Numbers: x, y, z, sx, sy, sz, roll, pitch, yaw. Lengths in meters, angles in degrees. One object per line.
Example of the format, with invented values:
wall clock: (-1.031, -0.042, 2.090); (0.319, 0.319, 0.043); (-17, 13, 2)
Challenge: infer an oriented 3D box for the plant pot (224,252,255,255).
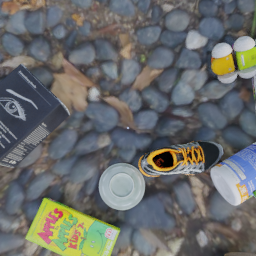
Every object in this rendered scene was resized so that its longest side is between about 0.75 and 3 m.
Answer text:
plant pot: (2.736, 3.796, 6.336); (1.922, 1.922, 1.676); (8, 59, 2)

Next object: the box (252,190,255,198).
box: (3.233, 1.304, 4.649); (1.467, 1.413, 0.895); (-38, 115, 6)

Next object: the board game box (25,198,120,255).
board game box: (-1.370, 2.695, 7.142); (2.105, 0.501, 1.069); (21, 77, 5)

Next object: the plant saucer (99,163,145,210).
plant saucer: (-0.166, 1.560, 7.538); (1.262, 0.317, 1.262); (0, 76, 0)

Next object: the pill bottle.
pill bottle: (3.256, 1.051, 7.250); (1.969, 1.103, 1.103); (-28, 77, -7)

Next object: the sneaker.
sneaker: (1.448, 0.823, 7.435); (2.311, 0.892, 0.904); (-13, 74, -5)

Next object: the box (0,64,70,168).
box: (-2.973, -0.302, 7.571); (2.216, 1.156, 1.640); (-44, 80, -10)

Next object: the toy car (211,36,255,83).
toy car: (3.077, -2.036, 8.126); (1.335, 1.168, 1.001); (-13, 32, 20)

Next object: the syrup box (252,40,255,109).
syrup box: (4.227, -1.373, 7.922); (1.035, 1.001, 2.542); (1, 76, -1)
